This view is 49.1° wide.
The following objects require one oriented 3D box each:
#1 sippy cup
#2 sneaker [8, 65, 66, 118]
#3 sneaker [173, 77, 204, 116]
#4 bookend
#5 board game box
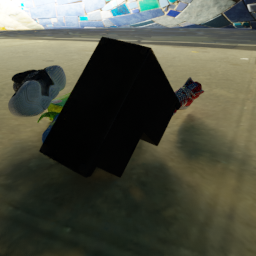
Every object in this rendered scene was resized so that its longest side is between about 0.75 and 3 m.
[{"bbox_3d":[-1.609,0.158,6.895,1.238,0.972,0.907,9,29,17],"label":"sippy cup"},{"bbox_3d":[-3.095,-1.103,8.676,1.494,0.991,2.626,-2,32,23],"label":"sneaker"},{"bbox_3d":[1.736,-1.037,9.061,0.701,1.106,1.967,50,37,14],"label":"sneaker"},{"bbox_3d":[-0.140,-0.100,6.503,1.258,2.714,2.731,22,-9,29],"label":"bookend"},{"bbox_3d":[-1.046,-0.506,8.724,2.713,0.646,1.378,14,30,30],"label":"board game box"}]
